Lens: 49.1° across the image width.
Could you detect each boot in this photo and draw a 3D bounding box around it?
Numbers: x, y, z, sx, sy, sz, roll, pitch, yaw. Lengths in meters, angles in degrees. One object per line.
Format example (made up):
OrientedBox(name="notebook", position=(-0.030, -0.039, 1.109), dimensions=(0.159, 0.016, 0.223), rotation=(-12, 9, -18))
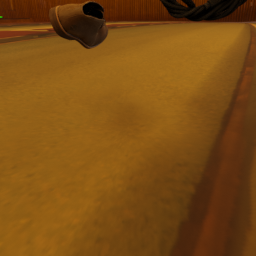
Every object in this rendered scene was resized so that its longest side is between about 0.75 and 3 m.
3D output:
OrientedBox(name="boot", position=(-0.924, -2.739, 7.448), dimensions=(1.005, 0.980, 2.663), rotation=(-12, 8, 19))

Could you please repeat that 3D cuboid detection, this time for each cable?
OrientedBox(name="cable", position=(1.855, -3.390, 6.240), dimensions=(2.448, 1.997, 0.622), rotation=(8, 31, 1))
